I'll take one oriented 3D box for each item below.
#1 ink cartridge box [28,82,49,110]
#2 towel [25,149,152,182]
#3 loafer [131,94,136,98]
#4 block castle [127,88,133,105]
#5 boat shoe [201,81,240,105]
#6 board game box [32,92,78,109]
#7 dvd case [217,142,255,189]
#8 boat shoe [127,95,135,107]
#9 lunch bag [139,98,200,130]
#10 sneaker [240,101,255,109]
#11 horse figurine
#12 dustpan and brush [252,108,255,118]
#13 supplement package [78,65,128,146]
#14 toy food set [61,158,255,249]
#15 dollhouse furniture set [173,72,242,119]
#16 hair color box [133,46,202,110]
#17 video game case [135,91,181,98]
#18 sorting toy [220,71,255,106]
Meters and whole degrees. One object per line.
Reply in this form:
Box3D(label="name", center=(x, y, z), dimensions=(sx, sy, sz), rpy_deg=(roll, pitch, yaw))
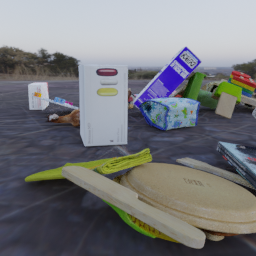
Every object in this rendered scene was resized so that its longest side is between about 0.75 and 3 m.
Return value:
Box3D(label="ink cartridge box", center=(-3.929, -1.408, 12.286), dimensions=(0.635, 1.097, 1.883), rpy_deg=(-2, 12, -8))
Box3D(label="towel", center=(-0.625, 0.530, 3.790), dimensions=(0.814, 0.171, 1.891), rpy_deg=(-8, -5, -45))
Box3D(label="loafer", center=(-0.440, -1.537, 14.066), dimensions=(2.077, 0.756, 0.751), rpy_deg=(21, 13, 36))
Box3D(label="block castle", center=(-0.620, -1.060, 10.224), dimensions=(0.969, 0.681, 1.451), rpy_deg=(-1, 6, 45))
Box3D(label="boat shoe", center=(4.590, -1.829, 14.440), dimensions=(0.930, 1.079, 2.958), rpy_deg=(3, 17, -22))
Box3D(label="board game box", center=(-2.393, -0.937, 10.523), dimensions=(1.751, 0.227, 1.752), rpy_deg=(16, 1, 41))
Box3D(label="dvd case", center=(2.283, 0.619, 4.174), dimensions=(1.429, 0.215, 1.958), rpy_deg=(9, 12, 2))
Box3D(label="boat shoe", center=(-0.722, -1.256, 12.435), dimensions=(2.195, 0.789, 0.653), rpy_deg=(5, 3, 10))
Box3D(label="lunch bag", center=(1.191, -0.513, 8.415), dimensions=(1.236, 0.926, 1.454), rpy_deg=(-7, 23, -29))
Box3D(label="sneaker", center=(5.384, -1.135, 12.529), dimensions=(0.632, 0.496, 1.272), rpy_deg=(-7, 12, -15))
Box3D(label="horse figurine", center=(-1.001, -0.517, 8.669), dimensions=(2.625, 0.655, 1.739), rpy_deg=(-22, 7, -40))
Box3D(label="dustpan and brush", center=(3.369, 0.204, 5.156), dimensions=(2.055, 0.843, 2.945), rpy_deg=(32, 25, 24))
Box3D(label="supplement package", center=(-0.633, -0.596, 6.672), dimensions=(0.984, 1.775, 1.383), rpy_deg=(-3, 12, -13))
Box3D(label="toy food set", center=(0.655, 0.843, 3.250), dimensions=(1.752, 0.509, 2.538), rpy_deg=(18, 10, 41))
Box3D(label="dollhouse furniture set", center=(2.833, -0.871, 10.939), dimensions=(1.854, 1.420, 2.829), rpy_deg=(20, -7, -4))
Box3D(label="hair color box", center=(1.388, -1.699, 10.341), dimensions=(0.864, 2.667, 1.458), rpy_deg=(41, 12, -5))
Box3D(label="video game case", center=(1.668, -1.804, 15.604), dimensions=(2.912, 0.254, 2.082), rpy_deg=(-8, 11, -14))
Box3D(label="sorting toy", center=(5.091, -1.614, 11.498), dimensions=(2.306, 0.807, 2.320), rpy_deg=(20, 25, 8))
